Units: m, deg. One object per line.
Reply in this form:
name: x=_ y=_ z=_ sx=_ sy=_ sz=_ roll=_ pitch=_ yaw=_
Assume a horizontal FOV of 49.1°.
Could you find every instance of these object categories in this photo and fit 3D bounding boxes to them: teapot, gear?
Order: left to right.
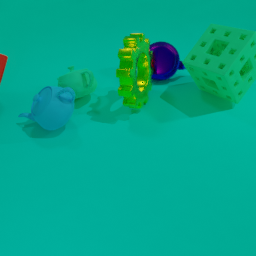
teapot: x=-1.965 y=-0.525 z=6.921 sx=1.818 sy=0.890 sz=1.130 roll=-25 pitch=51 yaw=31
teapot: x=-1.529 y=-1.326 z=8.045 sx=1.145 sy=0.902 sz=1.841 roll=-27 pitch=16 yaw=-38
gear: x=0.238 y=-1.504 z=7.519 sx=0.358 sy=1.936 sz=1.936 roll=6 pitch=37 yaw=21
teapot: x=1.133 y=-2.159 z=9.181 sx=1.989 sy=1.237 sz=0.974 roll=13 pitch=10 yaw=5

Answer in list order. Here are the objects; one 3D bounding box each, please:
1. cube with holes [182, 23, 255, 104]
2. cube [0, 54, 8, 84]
cube with holes: x=2.697 y=-1.801 z=7.844 sx=1.391 sy=1.391 sz=1.391 roll=34 pitch=86 yaw=44
cube: x=-3.819 y=-1.374 z=7.253 sx=0.999 sy=0.999 sz=0.999 roll=17 pitch=52 yaw=-25
